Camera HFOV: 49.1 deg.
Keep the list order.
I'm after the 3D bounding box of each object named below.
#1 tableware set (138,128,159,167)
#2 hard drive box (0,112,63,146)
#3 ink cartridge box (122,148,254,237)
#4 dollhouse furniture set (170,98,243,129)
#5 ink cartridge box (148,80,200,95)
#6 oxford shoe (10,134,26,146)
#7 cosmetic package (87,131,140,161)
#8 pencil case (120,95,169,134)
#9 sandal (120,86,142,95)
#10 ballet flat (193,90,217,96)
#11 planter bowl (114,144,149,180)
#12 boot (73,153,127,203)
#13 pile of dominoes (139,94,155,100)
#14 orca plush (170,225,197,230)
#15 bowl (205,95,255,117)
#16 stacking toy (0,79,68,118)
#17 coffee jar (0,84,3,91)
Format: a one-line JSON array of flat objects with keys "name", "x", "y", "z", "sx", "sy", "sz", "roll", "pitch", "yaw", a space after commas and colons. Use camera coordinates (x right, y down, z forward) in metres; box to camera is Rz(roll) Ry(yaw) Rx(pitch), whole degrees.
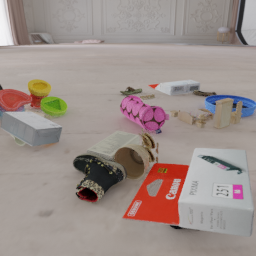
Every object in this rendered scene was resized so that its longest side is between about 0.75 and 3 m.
[{"name": "tableware set", "x": 0.556, "y": 0.615, "z": 8.175, "sx": 0.234, "sy": 1.167, "sz": 0.771, "roll": -30, "pitch": 52, "yaw": -21}, {"name": "hard drive box", "x": -3.390, "y": -0.017, "z": 9.881, "sx": 1.651, "sy": 0.634, "sz": 1.287, "roll": 24, "pitch": 14, "yaw": 26}, {"name": "ink cartridge box", "x": 1.468, "y": 1.220, "z": 6.508, "sx": 2.481, "sy": 0.623, "sz": 2.859, "roll": 2, "pitch": 18, "yaw": 19}, {"name": "dollhouse furniture set", "x": 3.396, "y": -0.926, "z": 12.228, "sx": 2.020, "sy": 1.157, "sz": 2.369, "roll": -13, "pitch": 26, "yaw": -31}, {"name": "ink cartridge box", "x": 2.796, "y": -2.725, "z": 17.412, "sx": 2.137, "sy": 0.631, "sz": 2.670, "roll": -11, "pitch": 26, "yaw": -25}, {"name": "oxford shoe", "x": -3.911, "y": 0.365, "z": 10.129, "sx": 0.417, "sy": 0.320, "sz": 1.110, "roll": -45, "pitch": 44, "yaw": -17}, {"name": "cosmetic package", "x": -0.415, "y": 0.719, "z": 8.827, "sx": 0.902, "sy": 0.637, "sz": 1.743, "roll": 12, "pitch": 26, "yaw": 28}, {"name": "pencil case", "x": 0.611, "y": -0.667, "z": 11.655, "sx": 1.196, "sy": 1.159, "sz": 2.554, "roll": -16, "pitch": 24, "yaw": -18}, {"name": "sandal", "x": 0.164, "y": -2.253, "z": 16.492, "sx": 1.534, "sy": 0.438, "sz": 0.609, "roll": -16, "pitch": 27, "yaw": -34}, {"name": "ballet flat", "x": 4.401, "y": -2.002, "z": 16.006, "sx": 1.438, "sy": 0.333, "sz": 0.484, "roll": 19, "pitch": 29, "yaw": 40}, {"name": "planter bowl", "x": 0.201, "y": 0.869, "z": 7.945, "sx": 0.998, "sy": 0.998, "sz": 0.672, "roll": 13, "pitch": 26, "yaw": 29}, {"name": "boot", "x": -1.059, "y": 1.280, "z": 7.464, "sx": 1.733, "sy": 0.626, "sz": 1.309, "roll": 11, "pitch": 27, "yaw": 28}, {"name": "pile of dominoes", "x": 1.076, "y": -1.783, "z": 15.732, "sx": 0.850, "sy": 0.135, "sz": 0.662, "roll": -10, "pitch": 24, "yaw": -25}, {"name": "orca plush", "x": 1.476, "y": 2.014, "z": 6.143, "sx": 1.223, "sy": 0.435, "sz": 0.643, "roll": -9, "pitch": -21, "yaw": -32}, {"name": "bowl", "x": 4.926, "y": -1.087, "z": 13.553, "sx": 2.377, "sy": 0.467, "sz": 2.377, "roll": 0, "pitch": 22, "yaw": 0}, {"name": "stacking toy", "x": -4.400, "y": -0.880, "z": 12.993, "sx": 2.590, "sy": 1.208, "sz": 2.861, "roll": 38, "pitch": 39, "yaw": 18}, {"name": "coffee jar", "x": -6.502, "y": -1.181, "z": 12.450, "sx": 1.156, "sy": 1.413, "sz": 2.711, "roll": -15, "pitch": 21, "yaw": 9}]
